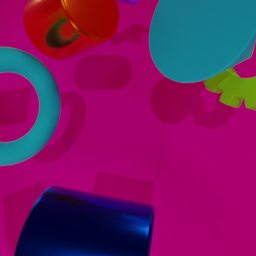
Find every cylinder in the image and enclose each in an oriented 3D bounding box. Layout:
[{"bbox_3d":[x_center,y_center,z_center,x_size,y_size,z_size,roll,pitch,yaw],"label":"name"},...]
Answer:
[{"bbox_3d":[-0.440,1.488,3.372,1.350,1.350,1.350,9,58,7],"label":"cylinder"},{"bbox_3d":[-1.033,-2.025,5.112,1.275,1.275,1.275,-7,46,44],"label":"cylinder"}]

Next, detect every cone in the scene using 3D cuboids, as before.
[{"bbox_3d":[1.342,-1.183,3.771,1.513,1.507,1.507,9,46,-44],"label":"cone"}]

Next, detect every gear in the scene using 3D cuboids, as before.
[{"bbox_3d":[1.951,-1.183,4.279,0.330,1.782,1.782,8,48,-40],"label":"gear"}]

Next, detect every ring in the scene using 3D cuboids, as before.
[{"bbox_3d":[-2.051,-0.347,4.864,0.408,2.042,2.042,13,54,39],"label":"ring"}]

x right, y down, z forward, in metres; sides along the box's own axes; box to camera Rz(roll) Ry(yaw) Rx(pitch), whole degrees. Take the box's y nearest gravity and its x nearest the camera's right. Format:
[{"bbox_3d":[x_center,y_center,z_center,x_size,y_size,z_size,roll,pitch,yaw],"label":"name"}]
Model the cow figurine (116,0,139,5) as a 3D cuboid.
[{"bbox_3d":[-0.228,-3.416,6.861,1.261,0.704,1.282,28,89,38],"label":"cow figurine"}]
